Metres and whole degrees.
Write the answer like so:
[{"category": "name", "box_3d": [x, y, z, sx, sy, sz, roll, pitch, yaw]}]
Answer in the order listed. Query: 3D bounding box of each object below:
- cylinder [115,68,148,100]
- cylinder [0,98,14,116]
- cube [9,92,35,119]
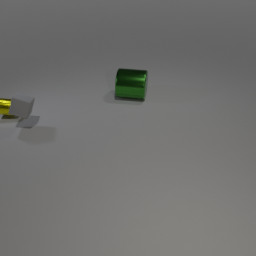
[{"category": "cylinder", "box_3d": [0.194, -2.125, 13.501, 1.400, 1.400, 1.400, 6, 32, 8]}, {"category": "cylinder", "box_3d": [-5.061, -0.890, 11.850, 0.700, 0.700, 0.700, 5, 30, -9]}, {"category": "cube", "box_3d": [-4.107, -0.870, 10.848, 0.700, 0.700, 0.700, 17, 21, -10]}]
